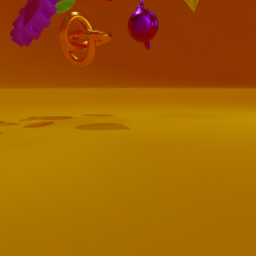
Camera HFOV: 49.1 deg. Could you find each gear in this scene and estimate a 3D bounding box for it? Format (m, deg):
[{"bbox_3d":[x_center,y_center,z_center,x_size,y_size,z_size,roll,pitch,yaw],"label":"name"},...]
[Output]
[{"bbox_3d":[-2.218,-2.606,6.581,1.457,1.457,0.269,9,-17,44],"label":"gear"}]

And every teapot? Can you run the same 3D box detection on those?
[{"bbox_3d":[0.583,-3.761,10.156,1.142,1.837,0.900,-5,17,22],"label":"teapot"}]

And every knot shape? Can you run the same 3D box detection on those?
[{"bbox_3d":[-1.584,-2.855,9.451,1.841,0.851,1.723,8,-39,-34],"label":"knot shape"},{"bbox_3d":[-2.101,-3.827,7.542,0.776,1.571,1.678,-30,1,25],"label":"knot shape"}]

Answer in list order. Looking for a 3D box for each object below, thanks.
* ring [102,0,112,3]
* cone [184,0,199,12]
[{"bbox_3d":[-0.500,-4.064,7.442,0.271,1.353,1.353,14,11,9],"label":"ring"},{"bbox_3d":[1.522,-3.523,6.905,1.451,1.456,1.451,-7,-10,-1],"label":"cone"}]
